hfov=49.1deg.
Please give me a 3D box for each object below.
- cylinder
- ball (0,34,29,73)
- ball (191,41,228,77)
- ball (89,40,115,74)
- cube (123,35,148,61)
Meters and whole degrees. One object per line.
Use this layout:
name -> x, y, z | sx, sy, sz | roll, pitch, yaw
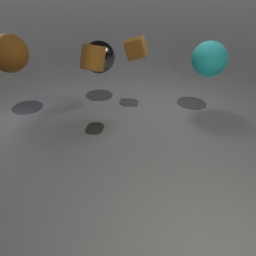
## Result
cylinder -> -1.028, -2.064, 8.203 | 0.700, 0.700, 0.700 | 9, 16, -3
ball -> -4.386, -2.750, 10.339 | 1.400, 1.400, 1.400 | 0, 29, 0
ball -> 3.239, -2.740, 11.134 | 1.400, 1.400, 1.400 | 0, 29, 0
ball -> -1.266, -3.078, 12.181 | 1.400, 1.400, 1.400 | 0, 29, 0
cube -> 0.310, -3.067, 10.742 | 0.700, 0.700, 0.700 | -9, 28, 18
